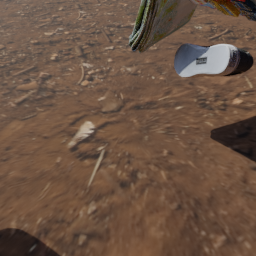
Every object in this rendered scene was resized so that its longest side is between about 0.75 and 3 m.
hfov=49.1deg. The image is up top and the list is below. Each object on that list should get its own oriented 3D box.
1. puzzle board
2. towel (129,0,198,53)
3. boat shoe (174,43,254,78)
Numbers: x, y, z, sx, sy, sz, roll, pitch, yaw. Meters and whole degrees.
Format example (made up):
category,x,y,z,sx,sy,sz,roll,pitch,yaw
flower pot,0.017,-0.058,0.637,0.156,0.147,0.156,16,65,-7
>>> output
category,x,y,z,sx,sy,sz,roll,pitch,yaw
puzzle board,1.128,-2.141,4.182,2.184,0.190,1.646,10,20,-45
towel,1.238,-3.384,7.587,0.651,2.316,2.705,45,66,7
boat shoe,1.911,-1.570,6.529,0.792,0.836,2.392,3,8,-20
